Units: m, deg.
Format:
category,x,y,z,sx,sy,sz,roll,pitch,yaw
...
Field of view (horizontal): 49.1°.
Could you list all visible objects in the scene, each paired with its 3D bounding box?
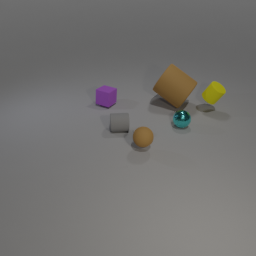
category,x,y,z,sx,sy,sz,roll,pitch,yaw
cylinder,3.550,-1.451,11.611,0.700,0.700,0.700,18,45,-19
cylinder,-0.321,-0.218,10.617,0.700,0.700,0.700,-2,30,-4
ball,2.083,-0.351,10.825,0.700,0.700,0.700,0,30,0
ball,0.507,0.299,9.368,0.700,0.700,0.700,0,30,0
cube,-0.970,-1.429,12.527,0.700,0.700,0.700,17,31,23
cylinder,2.022,-1.809,12.126,1.400,1.400,1.400,37,37,3
